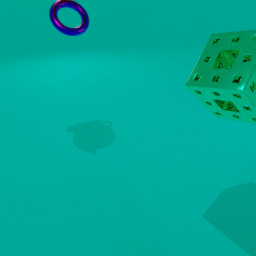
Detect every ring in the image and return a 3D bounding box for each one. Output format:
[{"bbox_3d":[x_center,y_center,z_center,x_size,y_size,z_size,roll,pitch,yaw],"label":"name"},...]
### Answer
[{"bbox_3d":[-1.608,-3.051,7.735,1.118,1.118,0.224,-17,-8,-28],"label":"ring"}]

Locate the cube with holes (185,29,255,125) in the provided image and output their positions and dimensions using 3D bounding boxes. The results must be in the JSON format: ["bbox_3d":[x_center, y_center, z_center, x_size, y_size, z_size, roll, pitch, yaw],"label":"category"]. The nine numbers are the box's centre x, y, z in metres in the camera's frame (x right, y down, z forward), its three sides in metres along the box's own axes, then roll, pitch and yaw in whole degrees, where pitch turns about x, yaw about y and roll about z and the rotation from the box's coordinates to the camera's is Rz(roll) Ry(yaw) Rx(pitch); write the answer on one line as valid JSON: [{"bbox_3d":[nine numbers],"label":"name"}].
[{"bbox_3d":[1.912,-0.843,4.781,1.106,1.106,1.106,17,75,52],"label":"cube with holes"}]
